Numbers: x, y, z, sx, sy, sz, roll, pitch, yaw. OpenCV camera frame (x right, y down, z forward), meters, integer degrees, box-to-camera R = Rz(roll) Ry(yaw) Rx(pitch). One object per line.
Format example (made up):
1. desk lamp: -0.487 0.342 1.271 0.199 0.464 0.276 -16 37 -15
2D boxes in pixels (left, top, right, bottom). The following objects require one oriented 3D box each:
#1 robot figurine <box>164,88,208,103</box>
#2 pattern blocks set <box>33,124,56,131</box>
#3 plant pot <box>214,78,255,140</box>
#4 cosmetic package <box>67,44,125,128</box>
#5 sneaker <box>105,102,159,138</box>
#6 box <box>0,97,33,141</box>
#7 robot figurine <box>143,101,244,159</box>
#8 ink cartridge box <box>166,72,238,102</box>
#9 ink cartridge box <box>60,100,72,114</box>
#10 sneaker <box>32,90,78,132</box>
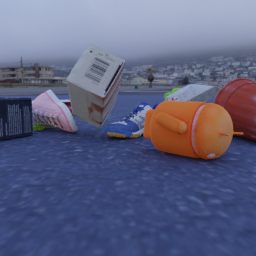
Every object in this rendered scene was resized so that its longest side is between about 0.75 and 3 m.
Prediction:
1. robot figurine: 3.170 -1.506 15.291 2.294 1.327 2.013 3 9 19
2. pattern blocks set: -3.160 -0.153 9.863 2.392 0.194 2.103 -2 9 -13
3. plant pot: 3.284 -0.370 7.100 1.634 1.634 1.589 -2 16 -16
4. cosmetic package: -0.856 -0.992 7.475 1.002 1.187 2.297 26 -18 1
5. sneaker: 0.232 -0.254 7.940 2.167 0.955 0.816 -9 13 -42
6. box: -3.838 -0.259 7.406 1.548 1.091 2.092 5 10 32
7. robot figurine: 1.192 0.021 5.536 1.898 1.365 1.107 7 51 40
8. ink cartridge box: 2.574 -1.310 9.776 2.334 0.585 1.893 -32 -12 15
9. ink cartridge box: -3.061 -1.047 14.172 1.707 0.716 1.498 -8 12 -44
10. sneaker: -2.485 -0.339 8.813 1.201 0.865 2.298 -32 44 -17
